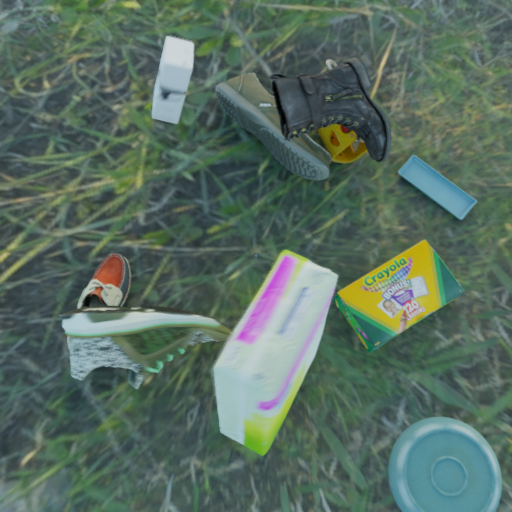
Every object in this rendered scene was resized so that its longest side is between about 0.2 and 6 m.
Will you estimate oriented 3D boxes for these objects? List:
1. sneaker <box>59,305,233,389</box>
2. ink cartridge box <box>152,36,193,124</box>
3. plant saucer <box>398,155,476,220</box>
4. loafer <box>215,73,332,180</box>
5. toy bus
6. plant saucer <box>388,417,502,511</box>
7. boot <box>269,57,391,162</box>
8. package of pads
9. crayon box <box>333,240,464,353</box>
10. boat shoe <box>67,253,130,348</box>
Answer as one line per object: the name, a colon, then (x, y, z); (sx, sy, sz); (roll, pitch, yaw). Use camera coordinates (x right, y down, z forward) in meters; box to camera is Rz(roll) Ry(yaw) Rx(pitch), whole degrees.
sneaker: (-1.896, 1.611, 9.906); (3.117, 1.199, 1.381); (5, 90, -26)
ink cartridge box: (-1.605, -3.355, 10.714); (0.539, 1.280, 0.925); (9, 50, -17)
plant saucer: (3.833, -1.449, 11.932); (1.668, 0.158, 0.583); (40, 76, 11)
loafer: (0.510, -2.869, 11.853); (1.098, 1.186, 3.153); (-44, 76, -9)
toy bus: (1.705, -2.923, 11.982); (1.821, 0.997, 1.930); (40, 40, -17)
plant saucer: (3.430, 3.955, 10.065); (2.050, 0.281, 2.050); (0, 72, 0)
boot: (1.360, -2.567, 10.582); (1.949, 0.775, 2.239); (-23, 94, -16)
package of pads: (0.292, 1.606, 9.111); (1.037, 3.041, 2.349); (24, 57, 13)
crayon box: (2.750, 0.779, 10.926); (2.143, 0.624, 1.273); (-30, 74, -10)
boat shoe: (-3.056, 0.899, 10.869); (0.778, 0.683, 2.185); (16, 71, 7)
